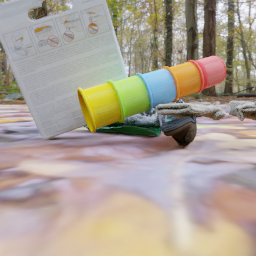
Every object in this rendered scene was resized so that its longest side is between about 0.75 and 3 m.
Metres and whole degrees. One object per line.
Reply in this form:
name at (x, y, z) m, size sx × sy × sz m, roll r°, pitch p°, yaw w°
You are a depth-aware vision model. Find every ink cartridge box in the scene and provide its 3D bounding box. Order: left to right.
ink cartridge box at (-1.234, -1.334, 5.778) m, size 2.182 × 2.690 × 0.674 m, roll -21°, pitch 20°, yaw -9°

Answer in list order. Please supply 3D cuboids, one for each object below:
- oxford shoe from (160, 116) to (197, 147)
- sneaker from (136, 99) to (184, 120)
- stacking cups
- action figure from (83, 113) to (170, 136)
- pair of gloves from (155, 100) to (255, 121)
oxford shoe at (0.953, 0.077, 4.852) m, size 0.449 × 0.521 × 1.235 m, roll -11°, pitch -3°, yaw 33°
sneaker at (0.828, -0.252, 8.240) m, size 1.765 × 0.794 × 0.692 m, roll -11°, pitch 41°, yaw 14°
stacking cups at (0.524, -0.840, 5.574) m, size 2.982 × 0.902 × 0.902 m, roll -22°, pitch 12°, yaw -14°
action figure at (-0.234, -0.177, 7.282) m, size 2.440 × 0.667 × 1.441 m, roll -1°, pitch 8°, yaw 24°
pair of gloves at (1.908, -0.327, 5.396) m, size 2.315 × 0.406 × 1.968 m, roll -1°, pitch 5°, yaw 25°
